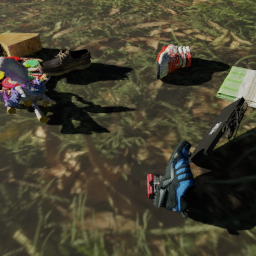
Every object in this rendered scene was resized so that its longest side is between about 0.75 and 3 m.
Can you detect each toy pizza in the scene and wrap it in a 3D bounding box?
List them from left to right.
[{"bbox_3d":[-4.129,-1.995,10.161,2.624,0.416,2.624,0,42,0],"label":"toy pizza"}]

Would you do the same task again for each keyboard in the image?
[{"bbox_3d":[2.461,0.101,7.231,0.444,1.165,2.238,42,64,-2],"label":"keyboard"}]

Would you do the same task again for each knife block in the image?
[{"bbox_3d":[-4.945,-3.564,11.702,1.805,0.658,2.057,34,53,30],"label":"knife block"}]

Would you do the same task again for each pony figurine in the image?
[{"bbox_3d":[-3.265,-1.080,8.633,1.811,1.562,1.876,16,29,-32],"label":"pony figurine"}]

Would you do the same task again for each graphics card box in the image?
[{"bbox_3d":[0.918,1.375,6.592,0.906,0.231,0.569,0,43,1],"label":"graphics card box"}]

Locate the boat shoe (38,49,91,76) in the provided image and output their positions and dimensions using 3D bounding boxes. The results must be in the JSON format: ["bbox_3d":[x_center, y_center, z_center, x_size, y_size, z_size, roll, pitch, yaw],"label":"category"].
[{"bbox_3d":[-2.309,-2.539,10.319,2.085,0.764,0.777,-23,55,-32],"label":"boat shoe"}]

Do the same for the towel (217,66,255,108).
[{"bbox_3d":[4.673,-1.181,9.366,2.888,0.443,2.155,20,44,24],"label":"towel"}]

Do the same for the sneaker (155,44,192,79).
[{"bbox_3d":[1.752,-2.501,10.480,1.183,0.737,2.208,9,40,13],"label":"sneaker"}]

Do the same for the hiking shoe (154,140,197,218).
[{"bbox_3d":[1.202,1.106,6.348,0.787,0.676,1.816,22,57,10],"label":"hiking shoe"}]
